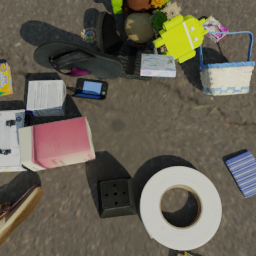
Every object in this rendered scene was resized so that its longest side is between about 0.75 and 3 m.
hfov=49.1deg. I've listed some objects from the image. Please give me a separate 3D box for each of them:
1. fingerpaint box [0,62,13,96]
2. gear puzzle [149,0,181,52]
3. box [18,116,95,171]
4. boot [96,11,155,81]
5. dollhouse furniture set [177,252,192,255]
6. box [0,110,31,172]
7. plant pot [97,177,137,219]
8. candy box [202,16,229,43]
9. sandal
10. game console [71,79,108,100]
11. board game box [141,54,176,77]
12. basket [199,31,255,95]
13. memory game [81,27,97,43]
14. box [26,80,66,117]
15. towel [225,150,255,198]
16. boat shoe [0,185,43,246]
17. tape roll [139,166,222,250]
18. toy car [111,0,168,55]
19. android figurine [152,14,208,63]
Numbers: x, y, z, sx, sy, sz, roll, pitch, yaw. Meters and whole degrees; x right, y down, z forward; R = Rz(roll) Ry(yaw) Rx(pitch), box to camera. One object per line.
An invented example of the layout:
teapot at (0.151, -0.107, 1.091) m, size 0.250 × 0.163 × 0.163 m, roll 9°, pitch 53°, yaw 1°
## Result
fingerpaint box at (-5.348, -1.953, 11.426) m, size 1.052 × 0.462 × 1.261 m, roll -11°, pitch 71°, yaw -4°
gear puzzle at (1.683, -4.179, 11.198) m, size 1.512 × 2.919 × 0.382 m, roll -35°, pitch 32°, yaw -11°
box at (-2.461, 0.600, 9.969) m, size 2.351 × 1.503 × 1.281 m, roll -11°, pitch 71°, yaw -4°
boot at (-0.070, -3.356, 11.504) m, size 2.312 × 1.164 × 3.093 m, roll -2°, pitch 81°, yaw 7°
dollhouse furniture set at (1.935, 5.276, 8.608) m, size 1.274 × 0.985 × 2.550 m, roll 15°, pitch 71°, yaw 5°
box at (-4.430, 0.489, 10.454) m, size 1.301 × 0.671 × 2.231 m, roll -4°, pitch 70°, yaw -2°
plant pot at (-0.419, 2.309, 9.551) m, size 1.338 × 1.187 × 1.335 m, roll -7°, pitch 70°, yaw -1°
candy box at (3.765, -4.341, 12.336) m, size 0.726 × 0.325 × 1.065 m, roll -41°, pitch 75°, yaw -12°
sandal at (-1.530, -2.036, 8.829) m, size 2.831 × 1.064 × 0.678 m, roll 7°, pitch 49°, yaw -13°
game console at (-1.494, -1.529, 11.129) m, size 1.277 × 0.743 × 1.123 m, roll 8°, pitch 71°, yaw 2°
board game box at (0.951, -2.000, 8.922) m, size 1.076 × 0.233 × 1.071 m, roll 4°, pitch 40°, yaw 2°
basket at (3.695, -2.476, 10.757) m, size 2.102 × 1.658 × 2.384 m, roll -1°, pitch 104°, yaw -5°
memory game at (-1.673, -4.139, 12.410) m, size 0.858 × 0.055 × 0.858 m, roll 0°, pitch 70°, yaw 0°
box at (-3.180, -1.160, 11.012) m, size 1.352 × 0.709 × 1.243 m, roll -2°, pitch 71°, yaw -1°
towel at (4.390, 1.676, 10.335) m, size 1.090 × 0.180 × 1.506 m, roll -22°, pitch 73°, yaw -10°
boat shoe at (-4.127, 2.946, 9.448) m, size 1.022 × 1.024 × 2.839 m, roll 39°, pitch 81°, yaw 11°
tape roll at (1.789, 2.744, 9.743) m, size 2.824 × 0.516 × 2.824 m, roll 0°, pitch 71°, yaw 0°
toy car at (0.500, -4.362, 11.853) m, size 2.271 × 2.181 × 2.765 m, roll -2°, pitch 99°, yaw 1°
android figurine at (1.791, -3.014, 9.451) m, size 1.847 × 1.681 × 0.379 m, roll -25°, pitch 43°, yaw 9°
